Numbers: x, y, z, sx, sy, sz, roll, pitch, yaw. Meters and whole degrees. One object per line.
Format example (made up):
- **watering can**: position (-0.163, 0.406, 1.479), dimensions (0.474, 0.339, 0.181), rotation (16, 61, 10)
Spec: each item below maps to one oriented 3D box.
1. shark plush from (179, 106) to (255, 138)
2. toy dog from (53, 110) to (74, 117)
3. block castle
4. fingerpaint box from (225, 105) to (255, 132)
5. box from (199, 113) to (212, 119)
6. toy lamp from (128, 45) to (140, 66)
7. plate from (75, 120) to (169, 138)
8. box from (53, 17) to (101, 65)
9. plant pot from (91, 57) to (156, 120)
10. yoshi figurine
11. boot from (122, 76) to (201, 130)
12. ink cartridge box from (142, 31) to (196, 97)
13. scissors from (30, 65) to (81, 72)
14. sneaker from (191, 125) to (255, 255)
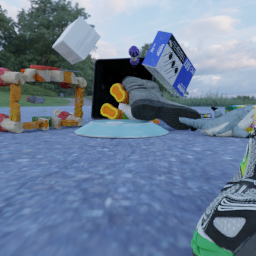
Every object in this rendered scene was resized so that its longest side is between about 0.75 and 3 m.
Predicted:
- **shark plush**: position (2.353, -0.199, 7.479), dimensions (1.936, 0.806, 0.879), rotation (1, 6, 15)
- **toy dog**: position (-2.871, -0.472, 12.644), dimensions (1.158, 0.558, 0.763), rotation (13, -1, 2)
- **block castle**: position (-2.857, -0.923, 9.200), dimensions (1.386, 1.975, 2.955), rotation (12, 12, 37)
- **fingerpaint box**: position (4.514, -0.335, 8.888), dimensions (2.214, 0.812, 1.847), rotation (-1, 6, -6)
- **box**: position (3.023, -0.542, 13.385), dimensions (1.214, 0.375, 1.521), rotation (-5, 7, -27)
- **toy lamp**: position (0.236, -2.819, 10.843), dimensions (0.438, 0.438, 1.504), rotation (0, -2, 1)
- **plate**: position (-0.185, -0.030, 8.190), dimensions (2.720, 0.348, 2.720), rotation (0, 6, 0)
- **box**: position (-1.691, -2.813, 9.148), dimensions (0.912, 1.065, 1.059), rotation (39, -17, -27)
- **plant pot**: position (0.092, -1.584, 13.434), dimensions (2.813, 2.819, 2.501), rotation (1, -6, 18)
- **yoshi figurine**: position (0.151, -0.795, 10.320), dimensions (1.527, 1.521, 2.716), rotation (-15, -16, 35)
- **boot**: position (1.082, -0.914, 8.915), dimensions (2.523, 0.854, 1.648), rotation (12, 41, -23)
- **ink cartridge box**: position (1.561, -2.164, 9.967), dimensions (0.587, 1.249, 2.656), rotation (25, -1, 33)
- **scissors**: position (-2.350, -1.960, 9.441), dimensions (1.901, 0.132, 0.695), rotation (0, 6, -31)
- **sneaker**: position (1.040, 0.262, 1.853), dimensions (0.898, 0.981, 2.302), rotation (3, 7, 30)
